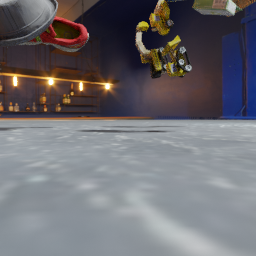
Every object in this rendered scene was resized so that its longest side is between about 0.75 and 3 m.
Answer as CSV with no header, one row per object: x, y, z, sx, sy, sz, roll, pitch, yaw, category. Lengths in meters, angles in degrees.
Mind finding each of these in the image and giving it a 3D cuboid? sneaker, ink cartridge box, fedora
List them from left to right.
-2.434,-2.601,5.754,1.813,2.050,0.925,-14,-39,0,fedora
-2.143,-2.550,6.976,2.383,0.918,1.012,2,2,-21,sneaker
1.674,-2.193,5.174,0.635,0.209,0.873,19,15,34,ink cartridge box

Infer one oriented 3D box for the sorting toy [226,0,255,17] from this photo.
3.245,-4.183,7.874,1.463,0.291,1.979,38,-32,-25,sorting toy

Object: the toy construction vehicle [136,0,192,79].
0.871,-2.340,8.143,0.768,2.181,1.899,-16,-2,-12,toy construction vehicle
